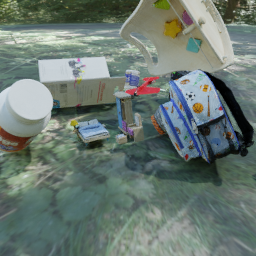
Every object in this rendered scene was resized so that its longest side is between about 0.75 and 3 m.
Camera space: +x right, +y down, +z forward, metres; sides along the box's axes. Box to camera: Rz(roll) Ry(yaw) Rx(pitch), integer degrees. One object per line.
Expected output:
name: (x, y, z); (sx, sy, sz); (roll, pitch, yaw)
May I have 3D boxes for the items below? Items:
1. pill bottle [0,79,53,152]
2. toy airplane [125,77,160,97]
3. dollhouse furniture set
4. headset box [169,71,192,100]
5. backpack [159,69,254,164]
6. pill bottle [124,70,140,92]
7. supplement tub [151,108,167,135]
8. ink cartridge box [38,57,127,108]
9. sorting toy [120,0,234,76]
pill bottle: (-2.513, -0.248, 6.458); (1.192, 1.192, 2.125); (-21, -6, -38)
toy airplane: (0.588, -1.465, 9.870); (1.541, 0.283, 1.541); (-15, 25, 7)
dollhouse furniture set: (-0.654, -0.217, 7.375); (1.639, 1.069, 1.547); (-12, 19, -17)
headset box: (2.037, -1.528, 10.250); (0.587, 1.265, 1.101); (-6, 28, -18)
backpack: (1.574, -0.288, 6.439); (1.597, 1.975, 2.073); (-18, 7, 0)
pill bottle: (0.135, -1.749, 10.954); (0.562, 0.939, 0.562); (7, 2, 0)
supplement tub: (1.328, -0.381, 7.833); (1.267, 0.776, 0.776); (-30, 19, 17)
ink cartridge box: (-1.580, -1.567, 9.740); (2.773, 1.597, 0.941); (-6, 64, -15)
sorting toy: (1.068, -2.470, 7.350); (2.376, 2.639, 1.410); (-23, 30, 38)
